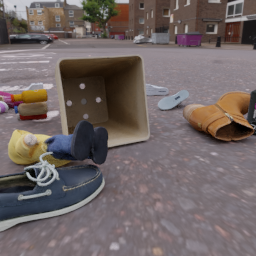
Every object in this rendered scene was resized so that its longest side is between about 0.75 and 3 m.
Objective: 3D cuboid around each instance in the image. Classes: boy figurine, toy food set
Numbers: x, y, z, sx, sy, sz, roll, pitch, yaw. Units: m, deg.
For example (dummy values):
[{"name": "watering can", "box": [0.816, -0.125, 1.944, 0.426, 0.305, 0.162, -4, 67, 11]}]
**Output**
[{"name": "boy figurine", "box": [-1.690, 0.422, 6.272, 2.728, 0.879, 1.696, -4, -16, 39]}, {"name": "toy food set", "box": [-3.575, -0.948, 10.108, 1.122, 1.191, 2.494, -7, 17, -20]}]

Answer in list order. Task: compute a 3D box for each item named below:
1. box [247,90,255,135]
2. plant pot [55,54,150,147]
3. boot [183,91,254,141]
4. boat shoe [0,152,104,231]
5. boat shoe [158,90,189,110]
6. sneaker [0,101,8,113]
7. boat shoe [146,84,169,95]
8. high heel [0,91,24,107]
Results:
[{"name": "box", "box": [4.937, -0.426, 8.406, 2.179, 1.355, 1.619, 17, 25, 37]}, {"name": "plant pot", "box": [-0.987, -0.759, 8.294, 2.389, 2.391, 2.117, -10, 9, -25]}, {"name": "boot", "box": [3.308, -0.327, 8.803, 2.716, 1.001, 2.101, -15, 22, -10]}, {"name": "boat shoe", "box": [-1.681, 1.040, 5.021, 2.730, 0.844, 1.022, -10, 22, -26]}, {"name": "boat shoe", "box": [1.823, -1.051, 11.571, 1.460, 0.517, 0.663, -26, -10, -16]}, {"name": "sneaker", "box": [-5.507, -0.820, 10.773, 1.490, 0.540, 0.850, 7, 24, 19]}, {"name": "boat shoe", "box": [1.245, -1.844, 13.821, 1.469, 0.529, 0.521, 8, 9, -8]}, {"name": "high heel", "box": [-5.196, -1.277, 12.004, 0.956, 0.671, 1.992, 1, 7, -42]}]
